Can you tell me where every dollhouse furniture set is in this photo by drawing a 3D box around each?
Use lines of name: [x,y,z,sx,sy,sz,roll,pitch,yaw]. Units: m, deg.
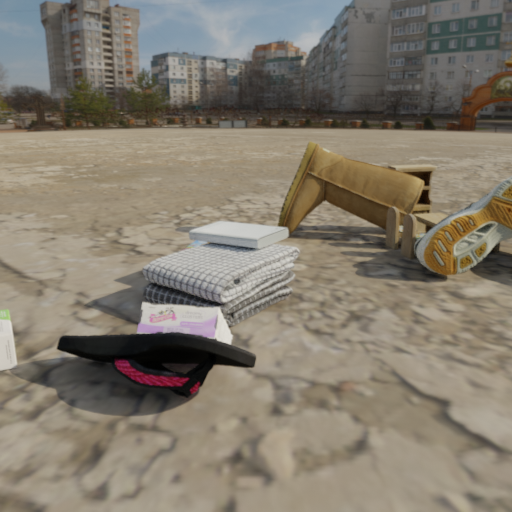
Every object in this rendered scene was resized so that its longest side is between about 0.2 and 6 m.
dollhouse furniture set: [3.923,-1.073,12.520,2.129,1.614,2.429,-4,17,-13]

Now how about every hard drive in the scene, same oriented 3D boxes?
hard drive: [-0.304,-0.380,9.653,1.438,0.192,0.948,8,18,33]

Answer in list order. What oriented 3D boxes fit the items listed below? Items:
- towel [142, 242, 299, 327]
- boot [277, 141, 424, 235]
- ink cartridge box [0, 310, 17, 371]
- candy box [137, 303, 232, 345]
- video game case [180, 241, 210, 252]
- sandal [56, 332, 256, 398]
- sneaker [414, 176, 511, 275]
towel: [-0.525,0.378,9.042,1.713,0.885,2.069,11,21,37]
boot: [2.086,-1.114,12.924,2.774,2.429,0.917,23,17,3]
ink cartridge box: [-3.722,1.131,7.049,1.220,0.513,0.888,-8,18,-25]
candy box: [-0.835,0.946,6.814,0.925,0.395,1.103,3,-24,8]
video game case: [-0.767,-0.084,11.751,1.479,0.163,1.346,4,17,14]
sandal: [-1.177,1.266,6.376,2.680,0.604,1.006,-5,-26,28]
sneaker: [4.418,-0.722,10.694,3.152,1.192,1.382,-25,3,-2]
